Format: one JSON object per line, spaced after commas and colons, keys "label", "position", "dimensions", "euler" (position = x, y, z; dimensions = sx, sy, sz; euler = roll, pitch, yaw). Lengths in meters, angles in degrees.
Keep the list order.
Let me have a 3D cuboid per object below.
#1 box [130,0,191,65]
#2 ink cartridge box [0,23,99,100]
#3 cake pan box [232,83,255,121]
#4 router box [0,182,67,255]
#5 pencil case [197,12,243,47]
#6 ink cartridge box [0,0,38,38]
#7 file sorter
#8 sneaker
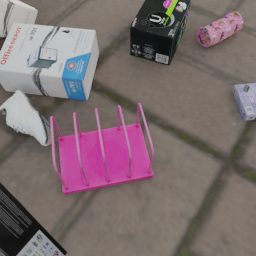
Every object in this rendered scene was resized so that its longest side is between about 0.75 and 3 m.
{"label": "box", "position": [1.065, -3.329, 9.298], "dimensions": [1.461, 1.223, 1.967], "euler": [18, 61, 11]}
{"label": "ink cartridge box", "position": [-2.370, -2.030, 8.526], "dimensions": [2.628, 1.129, 1.925], "euler": [7, 64, 3]}
{"label": "cake pan box", "position": [3.828, -0.794, 8.294], "dimensions": [1.118, 0.318, 1.214], "euler": [-8, 59, -2]}
{"label": "router box", "position": [-1.813, 1.023, 3.566], "dimensions": [1.479, 1.882, 0.491], "euler": [3, 42, 45]}
{"label": "pencil case", "position": [3.190, -3.416, 9.679], "dimensions": [1.650, 0.714, 0.683], "euler": [-29, 32, -17]}
{"label": "ink cartridge box", "position": [-4.597, -3.743, 8.733], "dimensions": [2.005, 1.158, 2.757], "euler": [31, 21, 17]}
{"label": "file sorter", "position": [-0.629, 0.429, 6.885], "dimensions": [2.296, 1.440, 1.595], "euler": [-10, 59, -6]}
{"label": "sneaker", "position": [-2.787, -0.157, 7.748], "dimensions": [0.918, 0.785, 2.108], "euler": [-40, 58, -11]}
